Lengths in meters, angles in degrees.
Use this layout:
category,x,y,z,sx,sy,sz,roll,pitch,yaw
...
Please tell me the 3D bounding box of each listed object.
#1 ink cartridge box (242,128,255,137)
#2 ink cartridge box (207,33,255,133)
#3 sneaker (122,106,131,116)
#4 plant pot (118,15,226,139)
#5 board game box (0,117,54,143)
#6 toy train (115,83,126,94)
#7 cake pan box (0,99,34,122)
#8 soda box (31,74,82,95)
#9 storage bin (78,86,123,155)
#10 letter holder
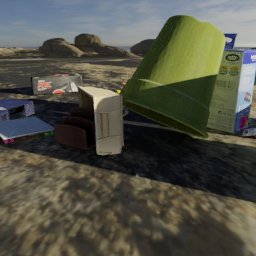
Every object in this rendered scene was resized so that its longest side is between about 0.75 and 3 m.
category,x,y,z,sx,sy,sz,roll,pitch,yaw
ink cartridge box,3.954,0.180,8.403,0.927,0.232,0.746,-9,11,29
ink cartridge box,2.913,-1.515,9.066,2.008,2.943,1.123,16,24,42
sneaker,-0.421,-0.540,10.376,1.065,0.394,0.422,-9,28,-8
plant pot,1.358,-1.473,7.711,2.818,2.676,2.818,23,0,0
board game box,-3.291,0.029,8.649,1.523,0.197,1.523,-13,24,-38
toy train,0.545,-1.969,14.149,2.121,0.785,2.823,5,18,18
cake pan box,-4.864,-0.599,10.162,2.238,0.585,2.061,4,20,14
soda box,-3.838,-2.376,15.181,2.622,0.928,0.830,-9,17,-23
storage bin,-0.748,-0.247,7.389,0.731,1.549,1.560,-8,19,-22
letter holder,-1.353,-0.036,7.571,1.323,0.941,0.665,9,20,40
